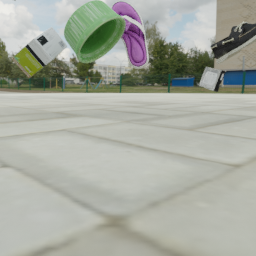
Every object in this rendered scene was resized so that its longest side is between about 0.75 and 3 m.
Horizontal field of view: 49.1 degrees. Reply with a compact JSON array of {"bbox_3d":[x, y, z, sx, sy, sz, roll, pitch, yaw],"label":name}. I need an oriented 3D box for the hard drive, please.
[{"bbox_3d":[2.491,-1.464,8.365,0.171,0.633,0.906,14,15,-18],"label":"hard drive"}]

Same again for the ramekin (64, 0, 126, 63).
[{"bbox_3d":[-1.143,-3.212,9.307,2.002,0.978,2.002,-39,-8,-6],"label":"ramekin"}]

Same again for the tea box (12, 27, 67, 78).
[{"bbox_3d":[-3.099,-2.670,9.896,1.319,0.896,1.341,-25,25,31],"label":"tea box"}]

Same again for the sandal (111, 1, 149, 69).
[{"bbox_3d":[0.143,-3.464,10.172,1.064,2.614,0.642,-22,0,5],"label":"sandal"}]

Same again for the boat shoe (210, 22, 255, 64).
[{"bbox_3d":[3.477,-2.830,8.744,0.950,0.776,2.571,-30,0,-15],"label":"boat shoe"}]
